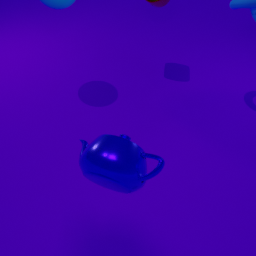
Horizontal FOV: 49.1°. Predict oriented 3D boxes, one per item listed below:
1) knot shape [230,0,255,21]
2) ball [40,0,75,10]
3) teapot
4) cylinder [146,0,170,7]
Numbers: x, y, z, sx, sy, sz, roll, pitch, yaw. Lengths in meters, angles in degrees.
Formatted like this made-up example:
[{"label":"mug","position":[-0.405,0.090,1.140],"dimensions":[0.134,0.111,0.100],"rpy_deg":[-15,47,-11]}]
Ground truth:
[{"label":"knot shape","position":[3.575,-3.269,7.197],"dimensions":[1.572,0.726,1.471],"rpy_deg":[-29,56,8]},{"label":"ball","position":[-1.947,-3.883,7.605],"dimensions":[1.225,1.225,1.225],"rpy_deg":[0,46,0]},{"label":"teapot","position":[-0.194,0.421,3.762],"dimensions":[1.479,0.920,0.724],"rpy_deg":[6,64,34]},{"label":"cylinder","position":[0.886,-4.229,8.640],"dimensions":[0.820,0.820,0.820],"rpy_deg":[17,17,16]}]
